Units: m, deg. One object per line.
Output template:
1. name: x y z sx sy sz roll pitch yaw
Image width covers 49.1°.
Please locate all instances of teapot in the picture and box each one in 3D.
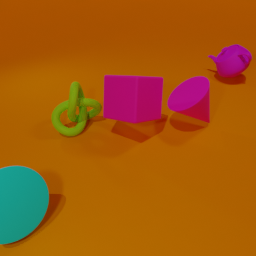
1. teapot: 3.681 -2.482 10.127 1.253 0.987 2.015 -48 22 -9

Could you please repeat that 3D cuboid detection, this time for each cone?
1. cone: 1.876 -0.516 7.419 1.201 1.206 1.201 -31 32 22
2. cone: -2.247 1.164 4.924 1.257 1.257 1.262 -27 22 -35

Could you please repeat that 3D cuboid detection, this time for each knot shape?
1. knot shape: -1.415 -0.406 7.448 0.655 1.417 1.326 26 71 34

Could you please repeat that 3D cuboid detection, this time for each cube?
1. cube: 0.128 -0.755 6.985 1.066 1.066 1.066 12 14 39
